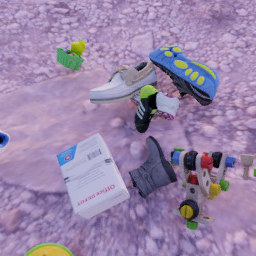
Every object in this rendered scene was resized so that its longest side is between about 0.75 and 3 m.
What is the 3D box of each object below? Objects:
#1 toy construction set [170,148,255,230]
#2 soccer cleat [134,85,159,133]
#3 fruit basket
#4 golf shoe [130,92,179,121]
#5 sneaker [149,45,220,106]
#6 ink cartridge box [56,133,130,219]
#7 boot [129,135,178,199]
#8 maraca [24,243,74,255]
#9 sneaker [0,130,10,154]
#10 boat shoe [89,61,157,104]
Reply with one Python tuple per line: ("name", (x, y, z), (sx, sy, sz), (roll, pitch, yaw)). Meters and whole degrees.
("toy construction set", (1.905, 1.341, 6.086), (2.148, 1.791, 1.650), (4, 88, 14))
("soccer cleat", (0.489, -0.413, 7.286), (0.468, 1.387, 0.562), (-12, 34, -31))
("fruit basket", (-1.782, -2.429, 8.992), (0.743, 1.030, 1.030), (8, 42, -42))
("golf shoe", (0.759, -0.748, 7.969), (1.521, 0.573, 0.696), (25, 78, 26))
("sneaker", (1.528, -1.606, 8.404), (1.029, 1.202, 2.902), (-25, 46, -16))
("ink cartridge box", (-0.825, 1.108, 6.492), (1.164, 0.672, 1.595), (-27, 57, 0))
("boot", (0.448, 0.898, 6.884), (1.021, 0.541, 1.550), (-26, 42, 0))
("maraca", (-1.576, 3.012, 5.068), (1.202, 0.938, 1.753), (19, 73, -12))
("sneaker", (-3.702, 0.340, 6.142), (1.590, 2.172, 0.875), (-26, 75, 19))
("boat shoe", (-0.126, -1.295, 7.765), (0.933, 0.854, 2.496), (11, 26, 38))
